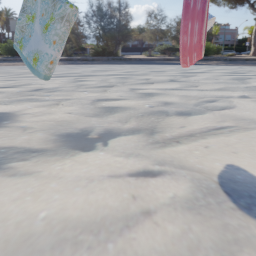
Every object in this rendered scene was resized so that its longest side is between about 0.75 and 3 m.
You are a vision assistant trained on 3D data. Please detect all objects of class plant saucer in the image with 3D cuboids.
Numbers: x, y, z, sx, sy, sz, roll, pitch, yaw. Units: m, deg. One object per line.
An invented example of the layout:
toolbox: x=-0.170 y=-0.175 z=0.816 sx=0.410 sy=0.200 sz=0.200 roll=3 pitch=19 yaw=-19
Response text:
plant saucer: x=1.351 y=-2.056 z=5.566 sx=0.432 sy=1.706 sz=1.706 roll=7 pitch=17 yaw=16

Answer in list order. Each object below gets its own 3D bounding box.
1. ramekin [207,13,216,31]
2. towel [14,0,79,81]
ramekin: x=2.695 y=-3.742 z=10.013 sx=0.408 sy=0.836 sz=0.836 roll=49 pitch=33 yaw=13
towel: x=-1.860 y=-2.127 z=5.982 sx=0.455 sy=1.619 sz=1.892 roll=3 pitch=34 yaw=-45
